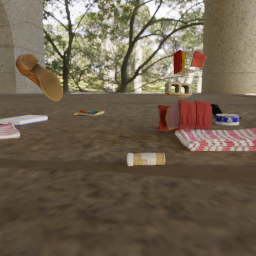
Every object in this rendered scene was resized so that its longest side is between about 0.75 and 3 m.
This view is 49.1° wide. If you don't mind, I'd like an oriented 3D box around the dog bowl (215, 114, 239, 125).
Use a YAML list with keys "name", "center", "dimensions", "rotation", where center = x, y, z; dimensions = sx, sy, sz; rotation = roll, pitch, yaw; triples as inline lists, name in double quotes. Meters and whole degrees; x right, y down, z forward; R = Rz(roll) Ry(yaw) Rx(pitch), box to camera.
- name: "dog bowl"
  center: [4.242, -0.373, 11.990]
  dimensions: [0.966, 0.380, 0.966]
  rotation: [0, 9, 0]

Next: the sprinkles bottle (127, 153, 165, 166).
- name: "sprinkles bottle"
  center: [0.376, 0.655, 5.908]
  dimensions: [0.782, 0.267, 0.267]
  rotation: [-1, 9, -5]

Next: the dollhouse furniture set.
- name: "dollhouse furniture set"
  center: [1.850, -1.337, 9.436]
  dimensions: [1.188, 2.921, 1.572]
  rotation: [2, -5, -19]

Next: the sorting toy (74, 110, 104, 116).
- name: "sorting toy"
  center: [-2.069, -0.905, 15.740]
  dimensions: [1.344, 0.241, 1.804]
  rotation: [3, 9, 16]

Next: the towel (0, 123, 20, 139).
- name: "towel"
  center: [-4.431, 0.108, 9.316]
  dimensions: [1.375, 0.281, 1.879]
  rotation: [-6, 11, -28]

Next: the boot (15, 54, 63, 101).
- name: "boot"
  center: [-3.270, -1.825, 10.230]
  dimensions: [0.726, 1.970, 1.524]
  rotation: [-43, 25, -24]

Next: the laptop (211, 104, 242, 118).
- name: "laptop"
  center: [4.817, -0.881, 14.162]
  dimensions: [1.359, 0.702, 1.205]
  rotation: [-2, 10, -11]

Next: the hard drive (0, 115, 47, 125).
- name: "hard drive"
  center: [-4.581, -0.356, 12.370]
  dimensions: [1.143, 0.220, 1.732]
  rotation: [4, 10, 23]

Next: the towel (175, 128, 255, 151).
- name: "towel"
  center: [2.788, 0.255, 8.051]
  dimensions: [2.626, 0.393, 1.922]
  rotation: [0, 8, -2]
